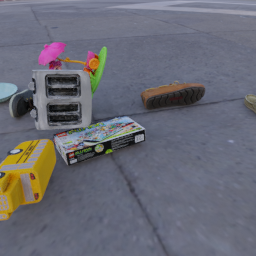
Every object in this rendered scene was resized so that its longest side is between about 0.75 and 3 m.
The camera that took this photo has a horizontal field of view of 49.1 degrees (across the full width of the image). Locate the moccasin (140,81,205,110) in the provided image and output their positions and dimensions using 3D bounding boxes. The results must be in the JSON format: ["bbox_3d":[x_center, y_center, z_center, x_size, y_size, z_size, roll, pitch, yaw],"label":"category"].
[{"bbox_3d":[1.844,-1.390,11.423,2.679,0.980,1.034,-14,41,-5],"label":"moccasin"}]

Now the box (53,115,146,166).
[{"bbox_3d":[-0.896,0.308,8.791,2.569,0.446,1.414,-17,29,-24],"label":"box"}]

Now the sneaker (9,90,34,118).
[{"bbox_3d":[-3.763,-1.026,10.879,1.059,0.746,1.994,0,30,5],"label":"sneaker"}]

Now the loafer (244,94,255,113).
[{"bbox_3d":[5.125,-0.932,10.877,0.682,0.605,1.795,-4,31,-6],"label":"loafer"}]

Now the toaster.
[{"bbox_3d":[-1.969,-0.877,8.584,1.968,1.779,1.167,-3,12,-16],"label":"toaster"}]

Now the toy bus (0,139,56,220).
[{"bbox_3d":[-2.389,1.064,6.523,0.997,0.829,2.546,-5,17,-4],"label":"toy bus"}]

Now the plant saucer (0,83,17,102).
[{"bbox_3d":[-5.673,-1.412,11.918,1.901,0.366,1.901,0,30,0],"label":"plant saucer"}]

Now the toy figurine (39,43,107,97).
[{"bbox_3d":[-2.138,-2.115,10.120,2.147,2.332,1.751,14,27,-17],"label":"toy figurine"}]

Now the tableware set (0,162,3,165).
[{"bbox_3d":[-3.780,1.269,7.621,1.644,0.191,1.373,-2,31,-3],"label":"tableware set"}]
